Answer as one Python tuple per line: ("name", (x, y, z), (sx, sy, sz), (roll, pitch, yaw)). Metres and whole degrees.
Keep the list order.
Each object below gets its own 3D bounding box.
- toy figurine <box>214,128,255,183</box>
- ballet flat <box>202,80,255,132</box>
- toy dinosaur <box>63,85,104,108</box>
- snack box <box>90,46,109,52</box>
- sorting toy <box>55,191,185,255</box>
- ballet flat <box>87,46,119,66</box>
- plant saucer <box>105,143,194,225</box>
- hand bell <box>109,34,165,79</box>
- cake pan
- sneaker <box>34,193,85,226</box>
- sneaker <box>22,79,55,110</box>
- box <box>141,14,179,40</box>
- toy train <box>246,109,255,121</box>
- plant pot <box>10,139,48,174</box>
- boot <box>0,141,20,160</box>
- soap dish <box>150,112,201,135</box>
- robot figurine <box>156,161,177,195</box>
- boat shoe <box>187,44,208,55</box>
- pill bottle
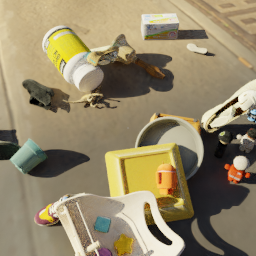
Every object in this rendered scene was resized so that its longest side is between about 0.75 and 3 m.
("toy figurine", (3.914, 0.844, 9.413), (1.662, 1.175, 1.689), (-10, 49, -8))
("ballet flat", (3.832, -0.675, 9.816), (0.935, 2.773, 0.865), (45, 30, -10))
("toy dinosaur", (-1.676, -1.201, 11.792), (1.924, 0.560, 0.973), (-30, 39, -33))
("snack box", (-1.503, -3.649, 13.946), (1.571, 0.291, 0.913), (-16, 44, -12))
("sorting toy", (-0.067, 2.892, 7.189), (2.616, 1.552, 2.906), (-24, 52, -13))
("ballet flat", (-0.900, -2.995, 11.937), (0.641, 0.698, 2.033), (43, 43, 14))
("plant saucer", (0.648, 1.660, 8.572), (2.445, 0.592, 2.444), (-8, 70, -6))
("hand bell", (0.532, -3.086, 13.151), (2.785, 1.450, 1.450), (35, 56, 11))
("cake pan", (1.359, 0.740, 9.312), (2.212, 0.406, 2.212), (-1, 85, 8))
("sneaker", (-1.990, 2.341, 8.354), (1.689, 0.761, 0.633), (-17, 51, -15))
("sneaker", (-3.913, -1.417, 11.817), (1.939, 0.582, 1.011), (22, 47, 14))
("box", (1.721, -5.480, 15.173), (1.904, 0.965, 1.071), (-3, 48, -3))
("toy train", (5.300, -0.463, 11.052), (1.203, 0.521, 0.687), (26, 44, 24))
("plant pot", (-3.396, 1.011, 9.504), (0.946, 0.946, 0.926), (32, 63, 25))
("boot", (-4.984, 0.342, 10.149), (2.308, 0.782, 1.508), (0, 43, -3))
("soap dish", (1.664, 0.235, 10.208), (1.955, 0.794, 1.538), (9, 49, 9))
("robot figurine", (1.120, 1.451, 8.124), (0.680, 0.551, 0.945), (2, 77, 0))
("boat shoe", (3.541, -3.992, 14.347), (1.133, 0.323, 0.379), (27, 88, 27))
("pill bottle", (-2.394, -3.017, 12.389), (1.666, 1.666, 2.963), (-29, 64, -23))
